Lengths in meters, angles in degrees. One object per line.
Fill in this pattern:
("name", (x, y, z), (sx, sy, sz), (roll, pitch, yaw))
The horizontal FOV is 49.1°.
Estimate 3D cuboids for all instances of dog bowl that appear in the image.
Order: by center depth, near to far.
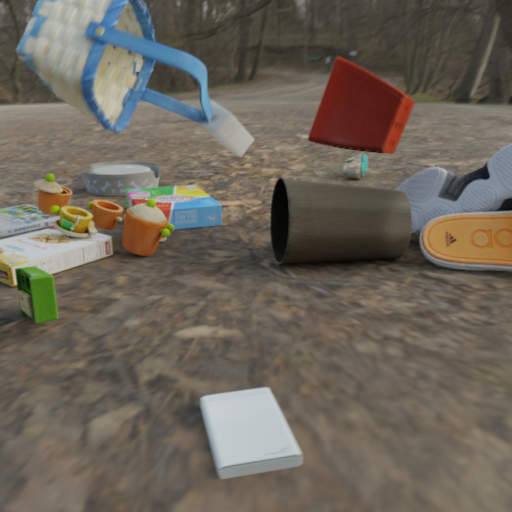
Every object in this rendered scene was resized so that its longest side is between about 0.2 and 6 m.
("dog bowl", (-3.192, -1.847, 13.330), (1.874, 0.549, 1.874), (1, 19, 0))

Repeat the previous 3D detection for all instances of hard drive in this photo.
("hard drive", (-0.073, 1.384, 4.484), (0.614, 0.124, 0.931), (-5, 20, -13))

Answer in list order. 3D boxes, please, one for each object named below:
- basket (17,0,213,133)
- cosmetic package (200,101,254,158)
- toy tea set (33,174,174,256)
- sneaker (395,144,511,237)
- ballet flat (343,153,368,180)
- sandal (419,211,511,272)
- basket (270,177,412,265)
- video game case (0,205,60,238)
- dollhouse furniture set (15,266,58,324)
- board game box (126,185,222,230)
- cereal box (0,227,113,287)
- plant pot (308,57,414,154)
("basket", (-1.731, -2.531, 7.502), (2.351, 1.635, 2.073), (25, -5, -1))
("cosmetic package", (-0.599, -2.477, 11.047), (0.618, 0.488, 1.149), (39, 4, 26))
("toy tea set", (-2.367, -0.768, 8.826), (2.310, 0.855, 1.373), (15, 18, -14))
("sneaker", (3.721, -0.737, 9.185), (1.783, 1.182, 3.134), (27, -30, -36))
("ballet flat", (2.648, -2.413, 15.037), (0.565, 0.572, 1.681), (-2, 16, 17))
("sandal", (3.775, -0.277, 7.686), (2.915, 1.117, 0.835), (-4, -17, 12))
("basket", (1.244, -0.498, 8.397), (1.864, 1.267, 1.680), (1, 12, -8))
("video game case", (-4.547, -0.669, 10.468), (1.494, 0.164, 1.362), (15, 24, 39))
("dollhouse furniture set", (-3.327, 0.518, 5.731), (2.315, 1.157, 0.894), (-11, 8, -33))
("board game box", (-1.657, -0.962, 10.950), (1.520, 0.400, 1.986), (-7, 20, -19))
("cereal box", (-3.213, -0.060, 8.373), (1.245, 0.342, 1.730), (13, 23, 33))
("plant pot", (1.730, -2.214, 8.796), (1.142, 1.294, 1.296), (26, 18, 20))
